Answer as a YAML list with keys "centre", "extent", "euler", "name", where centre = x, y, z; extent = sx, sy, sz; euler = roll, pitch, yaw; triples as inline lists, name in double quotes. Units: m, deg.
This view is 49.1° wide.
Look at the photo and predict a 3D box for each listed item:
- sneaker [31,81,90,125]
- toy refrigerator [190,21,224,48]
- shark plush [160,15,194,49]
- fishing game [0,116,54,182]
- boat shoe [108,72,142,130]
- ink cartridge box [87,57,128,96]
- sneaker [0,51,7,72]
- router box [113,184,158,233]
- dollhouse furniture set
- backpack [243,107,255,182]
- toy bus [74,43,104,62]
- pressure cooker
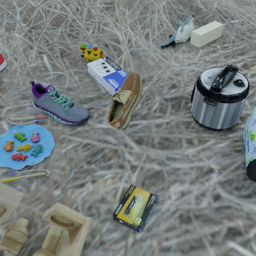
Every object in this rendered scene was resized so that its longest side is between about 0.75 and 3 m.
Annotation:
- centre: [-2.662, -0.956, 10.621]
  extent: [2.600, 1.138, 0.968]
  euler: [19, 49, 18]
  name: "sneaker"
- centre: [4.172, -5.006, 14.884]
  extent: [1.882, 0.714, 0.658]
  euler: [-32, 53, -26]
  name: "toy refrigerator"
- centre: [2.718, -4.882, 15.025]
  extent: [1.089, 1.188, 2.616]
  euler: [21, 67, 46]
  name: "shark plush"
- centre: [-3.645, 0.521, 9.685]
  extent: [2.116, 0.459, 2.956]
  euler: [-5, 46, -9]
  name: "fishing game"
- centre: [-0.136, -0.970, 9.780]
  extent: [0.792, 0.773, 2.094]
  euler: [14, 86, 41]
  name: "boat shoe"
- centre: [-0.752, -2.293, 12.367]
  extent: [1.091, 0.513, 2.320]
  euler: [-27, 52, -22]
  name: "ink cartridge box"
- centre: [-6.537, -2.764, 12.109]
  extent: [0.970, 1.531, 2.723]
  euler: [16, 48, 15]
  name: "sneaker"
- centre: [0.227, 2.284, 8.034]
  extent: [0.904, 0.300, 1.149]
  euler: [20, 49, 18]
  name: "router box"
- centre: [-2.600, 2.706, 6.288]
  extent: [2.352, 2.237, 1.916]
  euler: [33, 44, -18]
  name: "dollhouse furniture set"
- centre: [4.732, 0.404, 8.886]
  extent: [2.294, 2.162, 2.813]
  euler: [3, 66, 4]
  name: "backpack"
- centre: [-1.843, -3.531, 13.462]
  extent: [1.261, 0.691, 1.336]
  euler: [8, 4, -33]
  name: "toy bus"
- centre: [3.356, -1.215, 10.173]
  extent: [1.915, 2.144, 1.886]
  euler: [-5, 46, -4]
  name: "pressure cooker"
